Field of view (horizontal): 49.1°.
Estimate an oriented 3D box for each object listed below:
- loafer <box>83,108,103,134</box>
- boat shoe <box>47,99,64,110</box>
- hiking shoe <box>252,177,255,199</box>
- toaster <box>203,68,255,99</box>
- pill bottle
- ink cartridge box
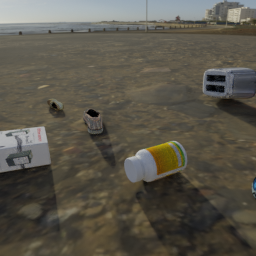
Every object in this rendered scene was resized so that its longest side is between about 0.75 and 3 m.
[{"bbox_3d":[-1.304,-0.435,10.605,0.728,0.637,2.026,-6,24,-13],"label":"loafer"},{"bbox_3d":[-3.271,-1.044,12.334,1.018,0.377,0.338,18,24,35],"label":"boat shoe"},{"bbox_3d":[3.211,1.458,6.184,0.604,0.704,1.624,2,24,5],"label":"hiking shoe"},{"bbox_3d":[4.664,-2.045,12.919,1.656,1.457,2.563,-5,15,-24],"label":"toaster"},{"bbox_3d":[0.705,0.902,7.288,1.512,0.840,0.840,-13,27,-27],"label":"pill bottle"},{"bbox_3d":[-3.218,0.602,8.094,1.765,0.742,1.284,-8,25,-18],"label":"ink cartridge box"}]
